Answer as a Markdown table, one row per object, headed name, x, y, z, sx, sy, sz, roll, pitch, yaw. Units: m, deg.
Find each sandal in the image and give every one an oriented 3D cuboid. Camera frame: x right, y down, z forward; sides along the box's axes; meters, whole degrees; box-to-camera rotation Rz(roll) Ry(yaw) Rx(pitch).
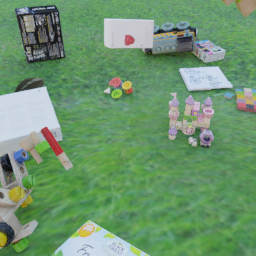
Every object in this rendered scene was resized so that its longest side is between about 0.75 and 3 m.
| name | x | y | z | sx | sy | sz | roll | pitch | yaw |
| --- | --- | --- | --- | --- | --- | --- | --- | --- | --- |
| sandal | -3.550 | -1.093 | 9.689 | 0.728 | 0.486 | 1.782 | 18 | 58 | 9 |

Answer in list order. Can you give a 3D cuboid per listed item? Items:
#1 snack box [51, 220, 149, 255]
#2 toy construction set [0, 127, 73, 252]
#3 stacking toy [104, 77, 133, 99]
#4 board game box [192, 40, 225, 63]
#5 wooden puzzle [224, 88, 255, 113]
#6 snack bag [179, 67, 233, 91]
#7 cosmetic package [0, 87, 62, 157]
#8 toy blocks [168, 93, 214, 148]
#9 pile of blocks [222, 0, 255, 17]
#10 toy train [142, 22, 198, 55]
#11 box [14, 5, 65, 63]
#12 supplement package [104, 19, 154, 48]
| name | x | y | z | sx | sy | sz | roll | pitch | yaw |
| --- | --- | --- | --- | --- | --- | --- | --- | --- | --- |
| snack box | -0.466 | 2.585 | 4.723 | 2.070 | 0.548 | 1.472 | 12 | 36 | 41 |
| toy construction set | -2.272 | 1.375 | 5.960 | 2.437 | 1.873 | 2.033 | -35 | 4 | -13 |
| stacking toy | -0.330 | -1.372 | 10.220 | 0.922 | 0.390 | 0.835 | 31 | 75 | 36 |
| board game box | 3.536 | -3.451 | 12.533 | 0.964 | 0.420 | 1.307 | -15 | 41 | -18 |
| wooden puzzle | 4.466 | -0.951 | 9.712 | 2.199 | 0.154 | 1.304 | 9 | 41 | 11 |
| snack bag | 2.989 | -1.939 | 10.892 | 1.689 | 0.181 | 1.593 | -5 | 40 | -5 |
| cosmetic package | -3.464 | -0.166 | 8.231 | 2.604 | 0.673 | 1.964 | -15 | 51 | -17 |
| toy blocks | 1.853 | -0.399 | 8.219 | 1.350 | 1.216 | 1.445 | 7 | 40 | 7 |
| pile of blocks | 2.433 | -3.646 | 6.963 | 2.338 | 0.960 | 0.727 | 10 | 41 | -27 |
| toy train | 1.827 | -3.961 | 12.542 | 2.555 | 1.089 | 1.456 | -3 | 48 | 11 |
| box | -3.674 | -3.970 | 11.858 | 1.682 | 2.054 | 0.885 | -14 | 42 | -16 |
| supplement package | 0.008 | -3.294 | 9.781 | 1.552 | 0.941 | 0.929 | -5 | 23 | -15 |
